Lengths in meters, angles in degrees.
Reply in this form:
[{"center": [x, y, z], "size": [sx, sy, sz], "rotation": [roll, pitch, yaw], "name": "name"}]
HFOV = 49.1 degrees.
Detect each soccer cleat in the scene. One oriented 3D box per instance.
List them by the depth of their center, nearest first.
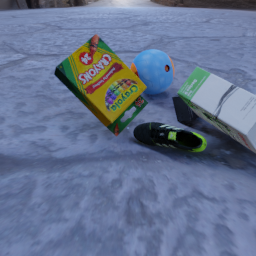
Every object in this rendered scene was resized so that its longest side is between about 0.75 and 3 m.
[{"center": [1.090, 0.205, 7.619], "size": [2.063, 0.696, 0.836], "rotation": [11, -6, 18], "name": "soccer cleat"}]

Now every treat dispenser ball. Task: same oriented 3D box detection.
[{"center": [0.961, -2.208, 11.080], "size": [1.755, 1.755, 1.755], "rotation": [0, 29, 0], "name": "treat dispenser ball"}]

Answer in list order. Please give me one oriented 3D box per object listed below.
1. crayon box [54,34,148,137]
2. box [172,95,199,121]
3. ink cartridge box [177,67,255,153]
[{"center": [-0.642, -1.255, 8.322], "size": [1.669, 2.629, 0.668], "rotation": [-48, 7, -22], "name": "crayon box"}, {"center": [2.147, -0.794, 9.297], "size": [1.191, 0.881, 0.621], "rotation": [-19, 10, -33], "name": "box"}, {"center": [2.692, -0.460, 7.475], "size": [1.687, 0.972, 2.312], "rotation": [33, 7, -48], "name": "ink cartridge box"}]
